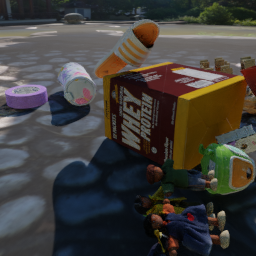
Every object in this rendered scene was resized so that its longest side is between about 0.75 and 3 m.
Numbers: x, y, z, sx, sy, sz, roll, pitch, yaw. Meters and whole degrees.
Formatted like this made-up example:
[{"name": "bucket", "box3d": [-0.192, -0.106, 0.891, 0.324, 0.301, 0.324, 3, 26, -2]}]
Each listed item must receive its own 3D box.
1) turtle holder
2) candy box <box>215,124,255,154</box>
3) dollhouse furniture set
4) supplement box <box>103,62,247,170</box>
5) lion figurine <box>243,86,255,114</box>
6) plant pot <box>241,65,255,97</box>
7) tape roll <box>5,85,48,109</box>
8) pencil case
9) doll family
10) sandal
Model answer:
[{"name": "turtle holder", "box3d": [1.895, 0.844, 5.574, 0.937, 1.320, 1.003, 3, 66, 1]}, {"name": "candy box", "box3d": [2.501, 0.343, 6.379, 0.819, 0.687, 0.293, -22, 46, 17]}, {"name": "dollhouse furniture set", "box3d": [4.429, -2.361, 12.598, 2.373, 1.236, 2.399, -8, 23, 11]}, {"name": "supplement box", "box3d": [1.175, -0.509, 7.372, 2.607, 1.755, 2.643, -22, 32, -39]}, {"name": "lion figurine", "box3d": [4.769, -0.924, 9.617, 2.531, 0.917, 1.550, -4, 13, -43]}, {"name": "plant pot", "box3d": [3.359, -1.108, 6.411, 0.943, 0.832, 0.944, -20, 8, -15]}, {"name": "tape roll", "box3d": [-3.765, -1.188, 10.427, 1.456, 0.478, 1.456, -1, 25, 0]}, {"name": "pencil case", "box3d": [-2.049, -1.776, 10.952, 1.207, 1.107, 2.662, -9, 26, -17]}, {"name": "doll family", "box3d": [0.648, 1.447, 4.185, 1.378, 0.935, 2.383, 7, 28, 3]}, {"name": "sandal", "box3d": [-0.001, -1.814, 7.385, 0.904, 2.360, 0.676, 9, 57, -41]}]
